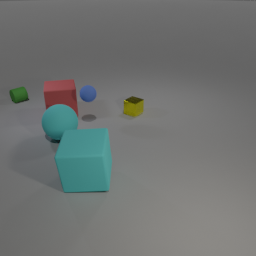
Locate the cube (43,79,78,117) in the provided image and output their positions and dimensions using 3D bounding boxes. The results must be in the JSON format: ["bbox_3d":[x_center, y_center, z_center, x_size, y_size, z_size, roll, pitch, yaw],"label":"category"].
[{"bbox_3d":[-3.141,-1.370,13.154,1.400,1.400,1.400,-6,29,-12],"label":"cube"}]

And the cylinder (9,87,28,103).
[{"bbox_3d":[-5.678,-1.735,14.565,0.700,0.700,0.700,-25,37,-35],"label":"cylinder"}]

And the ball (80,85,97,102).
[{"bbox_3d":[-1.653,-1.419,11.616,0.700,0.700,0.700,0,28,0],"label":"ball"}]

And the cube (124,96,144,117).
[{"bbox_3d":[0.270,-1.015,13.248,0.700,0.700,0.700,20,34,31],"label":"cube"}]

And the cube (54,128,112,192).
[{"bbox_3d":[-1.290,0.973,8.614,1.400,1.400,1.400,-3,33,3],"label":"cube"}]

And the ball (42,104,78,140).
[{"bbox_3d":[-2.668,-0.230,11.011,1.400,1.400,1.400,0,28,0],"label":"ball"}]
